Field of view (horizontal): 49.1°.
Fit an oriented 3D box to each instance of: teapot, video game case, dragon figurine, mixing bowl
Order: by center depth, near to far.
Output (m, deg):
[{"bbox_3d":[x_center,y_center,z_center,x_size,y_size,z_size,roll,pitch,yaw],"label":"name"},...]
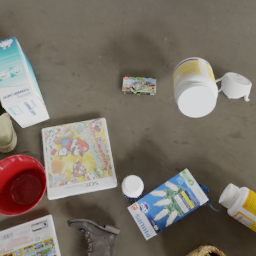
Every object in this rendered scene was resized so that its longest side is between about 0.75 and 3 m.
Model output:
[{"bbox_3d":[-2.775,3.426,7.635,1.744,0.200,1.587,-17,69,-8],"label":"video game case"},{"bbox_3d":[-3.032,1.667,7.962,1.660,0.899,1.660,0,69,0],"label":"mixing bowl"},{"bbox_3d":[2.138,1.859,8.117,1.356,0.399,0.674,25,78,18],"label":"dragon figurine"},{"bbox_3d":[-1.529,0.885,8.624,2.043,0.257,2.245,-10,68,-4],"label":"video game case"},{"bbox_3d":[3.493,-1.328,9.296,0.995,0.737,1.009,-12,46,-36],"label":"teapot"}]

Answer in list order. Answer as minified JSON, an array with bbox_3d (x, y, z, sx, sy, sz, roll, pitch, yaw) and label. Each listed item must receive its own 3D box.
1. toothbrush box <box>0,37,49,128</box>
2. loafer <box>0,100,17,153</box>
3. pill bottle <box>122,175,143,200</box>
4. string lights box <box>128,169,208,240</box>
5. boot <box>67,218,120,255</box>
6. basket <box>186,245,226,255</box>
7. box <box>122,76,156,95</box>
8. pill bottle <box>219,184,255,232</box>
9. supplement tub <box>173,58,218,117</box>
[{"bbox_3d":[-3.422,-1.381,8.794,0.962,1.651,2.255,-22,71,-9],"label":"toothbrush box"},{"bbox_3d":[-4.028,-0.119,8.822,0.710,0.641,1.877,-19,69,-7],"label":"loafer"},{"bbox_3d":[0.121,1.668,7.865,0.596,1.074,0.596,0,68,0],"label":"pill bottle"},{"bbox_3d":[1.098,2.096,7.742,1.961,0.578,1.008,-34,71,1],"label":"string lights box"},{"bbox_3d":[-1.016,3.250,7.504,1.635,0.566,1.423,13,68,3],"label":"boot"},{"bbox_3d":[2.207,3.968,6.669,1.511,1.577,2.117,-27,70,-10],"label":"basket"},{"bbox_3d":[0.386,-1.458,9.607,1.121,0.195,0.617,3,68,1],"label":"box"},{"bbox_3d":[3.417,2.263,7.712,1.667,0.911,0.911,32,72,12],"label":"pill bottle"},{"bbox_3d":[1.917,-1.184,8.076,1.187,1.187,1.633,7,39,3],"label":"supplement tub"}]
